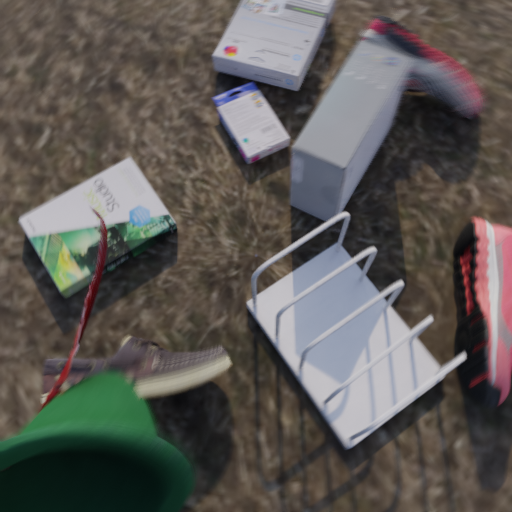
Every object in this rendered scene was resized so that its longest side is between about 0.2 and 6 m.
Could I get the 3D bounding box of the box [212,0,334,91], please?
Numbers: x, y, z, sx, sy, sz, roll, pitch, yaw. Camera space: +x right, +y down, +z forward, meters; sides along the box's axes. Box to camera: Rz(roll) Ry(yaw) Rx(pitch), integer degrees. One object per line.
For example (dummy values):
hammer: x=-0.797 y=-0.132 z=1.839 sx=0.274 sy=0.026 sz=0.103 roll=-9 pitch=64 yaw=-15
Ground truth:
box: x=0.366 y=-4.221 z=10.544 sx=1.675 sy=0.442 sz=2.148 roll=18 pitch=67 yaw=11

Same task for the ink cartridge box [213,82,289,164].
ink cartridge box: x=-0.106 y=-2.384 z=9.979 sx=0.835 sy=0.294 sz=1.399 roll=-26 pitch=73 yaw=-11

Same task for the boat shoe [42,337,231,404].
boat shoe: x=-1.743 y=1.586 z=7.991 sx=2.721 sy=0.979 sz=0.882 roll=-13 pitch=81 yaw=1

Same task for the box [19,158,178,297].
box: x=-2.575 y=-0.502 z=9.170 sx=2.107 sy=0.383 sz=1.520 roll=-33 pitch=71 yaw=-11

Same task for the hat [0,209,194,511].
hat: x=-2.157 y=1.845 z=7.346 sx=3.159 sy=2.616 sz=2.780 roll=-39 pitch=37 yaw=18

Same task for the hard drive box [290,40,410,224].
hard drive box: x=1.458 y=-1.925 z=8.982 sx=0.871 sy=1.768 sz=2.268 roll=27 pitch=70 yaw=13

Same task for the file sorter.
file sorter: x=1.322 y=1.026 z=7.894 sx=1.818 sy=1.631 sz=2.620 roll=-33 pitch=72 yaw=-12

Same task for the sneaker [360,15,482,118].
sneaker: x=2.941 y=-3.241 z=10.022 sx=2.494 sy=0.931 sz=1.005 roll=33 pitch=38 yaw=-3

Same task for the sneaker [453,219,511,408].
sneaker: x=3.713 y=0.804 z=8.298 sx=1.239 sy=1.052 sz=2.856 roll=7 pitch=70 yaw=-1
